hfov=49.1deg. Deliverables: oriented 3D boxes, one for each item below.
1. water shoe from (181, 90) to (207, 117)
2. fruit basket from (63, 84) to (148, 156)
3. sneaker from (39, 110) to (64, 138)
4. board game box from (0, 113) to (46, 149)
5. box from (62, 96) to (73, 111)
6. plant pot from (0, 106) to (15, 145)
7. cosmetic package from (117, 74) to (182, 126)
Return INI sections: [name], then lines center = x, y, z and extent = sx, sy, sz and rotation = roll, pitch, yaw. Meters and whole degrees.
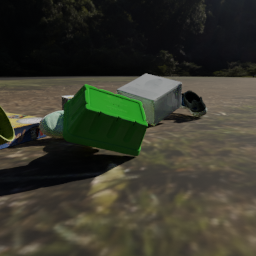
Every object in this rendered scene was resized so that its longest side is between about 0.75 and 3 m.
[water shoe]
center = 2.484, -1.178, 11.164
extent = 0.751, 0.829, 2.101
rotation = -25, 29, -8
[fruit basket]
center = -0.626, 0.030, 6.202
extent = 1.855, 1.855, 1.338
rotation = -2, 46, -9
[sneaker]
center = -1.247, -0.351, 7.469
extent = 2.083, 0.767, 1.229
rotation = -10, -16, -37
[board game box]
center = -3.699, -0.020, 7.845
extent = 2.672, 0.462, 1.810
rotation = 8, 15, 30
[box]
center = -1.596, -0.771, 10.300
extent = 1.500, 0.844, 0.760
rotation = -6, 14, -28
[plant pot]
center = -3.219, 0.064, 5.717
extent = 1.244, 1.164, 1.164
rotation = -29, 16, -2
[cosmetic package]
center = 0.751, -1.028, 9.713
extent = 1.609, 0.992, 1.614
rotation = 23, 41, 37
